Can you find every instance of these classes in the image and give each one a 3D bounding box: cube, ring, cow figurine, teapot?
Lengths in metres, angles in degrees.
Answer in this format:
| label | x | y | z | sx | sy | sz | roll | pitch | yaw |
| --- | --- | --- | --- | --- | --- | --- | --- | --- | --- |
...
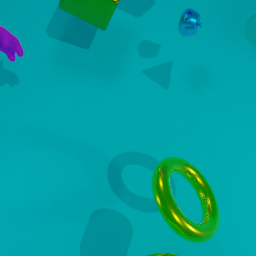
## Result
| label | x | y | z | sx | sy | sz | roll | pitch | yaw |
| --- | --- | --- | --- | --- | --- | --- | --- | --- | --- |
| cube | -0.794 | -3.511 | 6.869 | 1.323 | 1.323 | 1.323 | 23 | 74 | -13 |
| ring | 1.200 | 1.403 | 5.711 | 1.806 | 0.361 | 1.806 | 28 | 41 | -27 |
| cow figurine | -2.479 | -1.829 | 5.416 | 0.499 | 0.909 | 0.894 | -25 | 73 | 15 |
| teapot | 1.548 | -2.570 | 6.879 | 0.529 | 1.081 | 0.672 | 18 | 117 | 17 |

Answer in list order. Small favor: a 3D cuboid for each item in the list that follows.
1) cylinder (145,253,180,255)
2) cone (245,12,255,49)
| label | x | y | z | sx | sy | sz | roll | pitch | yaw |
| --- | --- | --- | --- | --- | --- | --- | --- | --- | --- |
| cylinder | 0.574 | 2.811 | 4.526 | 1.101 | 1.101 | 1.101 | -2 | 37 | -1 |
| cone | 2.731 | -1.928 | 4.870 | 0.953 | 0.953 | 0.957 | 38 | 75 | 11 |
